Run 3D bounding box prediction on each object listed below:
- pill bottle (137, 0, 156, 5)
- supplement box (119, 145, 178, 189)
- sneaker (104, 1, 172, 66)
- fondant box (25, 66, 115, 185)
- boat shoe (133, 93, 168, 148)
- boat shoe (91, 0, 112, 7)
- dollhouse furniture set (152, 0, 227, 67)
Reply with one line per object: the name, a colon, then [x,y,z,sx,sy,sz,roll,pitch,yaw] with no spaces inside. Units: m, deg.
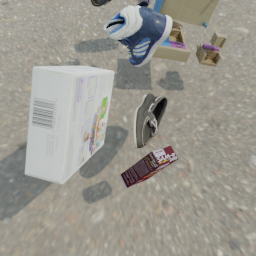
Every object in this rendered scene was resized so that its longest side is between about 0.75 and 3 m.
pill bottle: [0.468,-4.729,8.906,0.864,1.538,0.864,-4,75,16]
supplement box: [0.406,0.808,5.720,0.621,1.142,0.348,-12,67,-44]
sneaker: [0.010,-1.815,5.555,1.167,1.593,0.642,5,73,-23]
fondant box: [-0.878,-0.226,4.822,0.638,1.580,2.190,12,14,10]
boat shoe: [0.554,-0.265,6.541,0.601,0.705,2.107,-2,30,14]
boat shoe: [-0.360,-3.851,7.292,0.684,1.852,0.559,50,49,-16]
dollhouse furniture set: [1.862,-3.444,8.160,2.394,2.536,1.655,7,50,-9]
